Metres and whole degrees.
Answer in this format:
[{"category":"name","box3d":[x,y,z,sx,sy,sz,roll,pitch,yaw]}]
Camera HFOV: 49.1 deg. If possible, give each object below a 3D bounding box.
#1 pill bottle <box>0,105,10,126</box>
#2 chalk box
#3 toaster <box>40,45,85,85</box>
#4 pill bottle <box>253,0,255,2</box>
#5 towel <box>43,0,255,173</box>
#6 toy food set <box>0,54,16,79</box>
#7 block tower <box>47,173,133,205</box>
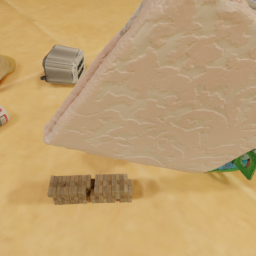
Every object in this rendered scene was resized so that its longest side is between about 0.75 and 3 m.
[{"category":"pill bottle","box3d":[-3.671,-0.158,7.323,0.545,0.545,0.984,26,50,24]},{"category":"chalk box","box3d":[2.263,0.065,6.444,1.455,1.465,2.347,-4,44,-4]},{"category":"toaster","box3d":[-2.004,-1.972,8.877,1.052,0.926,1.629,7,39,4]},{"category":"pill bottle","box3d":[1.641,-1.295,4.141,1.862,1.043,1.043,-36,54,-20]},{"category":"towel","box3d":[0.768,-0.235,3.438,2.828,2.701,0.456,16,51,-30]},{"category":"toy food set","box3d":[-4.996,-1.773,8.930,2.399,0.590,2.424,3,45,3]},{"category":"block tower","box3d":[-0.774,1.294,5.914,1.707,0.493,0.461,0,45,-2]}]
